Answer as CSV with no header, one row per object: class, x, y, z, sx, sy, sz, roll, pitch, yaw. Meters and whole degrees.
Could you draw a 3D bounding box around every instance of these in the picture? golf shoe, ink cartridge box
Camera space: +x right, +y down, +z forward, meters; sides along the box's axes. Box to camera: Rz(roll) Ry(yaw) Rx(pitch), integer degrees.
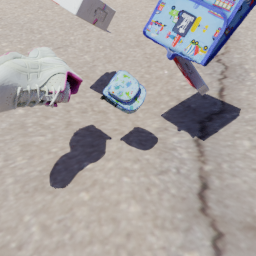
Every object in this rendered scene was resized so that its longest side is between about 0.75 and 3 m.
golf shoe,-1.847,-0.850,5.532,1.282,1.055,2.802,32,32,1
ink cartridge box,1.549,-1.504,7.181,1.085,0.275,1.232,15,44,-59
ink cartridge box,-1.271,-3.670,8.437,1.295,0.750,2.223,36,16,16

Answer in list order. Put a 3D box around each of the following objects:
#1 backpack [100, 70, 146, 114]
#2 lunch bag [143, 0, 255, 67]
backpack,-0.048,-0.837,6.724,0.938,0.689,0.858,36,76,1
lunch bag,1.555,-2.552,6.356,1.762,1.101,2.340,36,95,23
